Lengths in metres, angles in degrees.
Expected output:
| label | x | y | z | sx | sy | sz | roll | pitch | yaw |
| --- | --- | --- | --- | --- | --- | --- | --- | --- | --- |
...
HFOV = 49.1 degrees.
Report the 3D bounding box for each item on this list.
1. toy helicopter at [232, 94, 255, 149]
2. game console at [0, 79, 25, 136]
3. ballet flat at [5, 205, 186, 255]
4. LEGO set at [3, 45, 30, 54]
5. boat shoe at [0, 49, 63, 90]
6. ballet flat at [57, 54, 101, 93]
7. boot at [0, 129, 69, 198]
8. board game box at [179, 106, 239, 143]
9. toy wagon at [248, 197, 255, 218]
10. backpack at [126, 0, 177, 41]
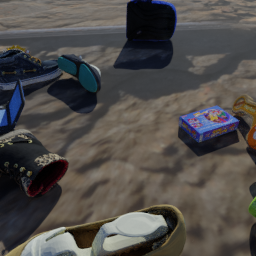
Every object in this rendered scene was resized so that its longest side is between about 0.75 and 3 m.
| label | x | y | z | sx | sy | sz | roll | pitch | yaw |
| --- | --- | --- | --- | --- | --- | --- | --- | --- | --- |
| toy helicopter | 3.205 | -0.404 | 6.491 | 0.992 | 1.663 | 2.514 | 24 | 14 | -15 |
| game console | -3.237 | -0.508 | 7.091 | 1.242 | 0.861 | 1.455 | -13 | 37 | -18 |
| ballet flat | -0.558 | 1.657 | 3.958 | 2.957 | 0.932 | 1.015 | -11 | 45 | -15 |
| LEGO set | -4.420 | -3.013 | 11.140 | 1.011 | 0.376 | 0.465 | -12 | 72 | -23 |
| boat shoe | -3.131 | -2.063 | 9.087 | 2.312 | 1.050 | 0.818 | -28 | 44 | -33 |
| ballet flat | -1.385 | -1.845 | 9.016 | 0.821 | 0.821 | 2.247 | -28 | 48 | -33 |
| boot | -2.309 | 0.824 | 5.369 | 1.538 | 0.747 | 2.043 | 24 | 36 | 31 |
| board game box | 2.019 | -0.126 | 7.052 | 1.222 | 0.274 | 0.822 | -16 | 39 | -21 |
| toy wagon | 2.925 | 1.771 | 4.178 | 2.812 | 0.556 | 2.182 | -22 | 41 | -26 |
| backpack | 1.104 | -4.852 | 12.414 | 2.133 | 1.733 | 1.790 | 6 | 33 | 10 |
